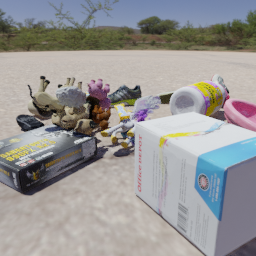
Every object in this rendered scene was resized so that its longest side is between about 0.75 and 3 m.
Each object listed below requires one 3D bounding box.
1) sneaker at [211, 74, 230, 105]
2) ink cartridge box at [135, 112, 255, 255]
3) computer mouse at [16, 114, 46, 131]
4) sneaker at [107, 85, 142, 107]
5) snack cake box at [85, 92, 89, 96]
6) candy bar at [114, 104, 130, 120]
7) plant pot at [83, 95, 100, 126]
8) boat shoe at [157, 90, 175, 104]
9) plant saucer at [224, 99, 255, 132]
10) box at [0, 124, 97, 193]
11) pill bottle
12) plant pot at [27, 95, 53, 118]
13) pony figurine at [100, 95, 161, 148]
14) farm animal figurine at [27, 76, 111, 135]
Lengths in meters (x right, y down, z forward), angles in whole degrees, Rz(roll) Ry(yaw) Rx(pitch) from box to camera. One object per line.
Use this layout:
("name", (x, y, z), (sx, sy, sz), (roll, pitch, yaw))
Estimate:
("sneaker", (4.448, -1.800, 13.858), (1.075, 1.161, 2.879), (21, 32, 12))
("ink cartridge box", (1.388, 0.834, 5.304), (1.656, 1.663, 2.267), (-12, 23, -30))
("computer mouse", (-3.426, -0.050, 9.879), (1.449, 0.382, 1.003), (28, 30, 32))
("sneaker", (-0.403, -1.550, 13.148), (2.336, 0.945, 0.863), (-8, 21, -22))
("snack cake box", (-2.171, -1.237, 12.879), (0.919, 0.537, 1.597), (2, 19, 2))
("candy bar", (-0.205, -0.556, 9.491), (0.371, 0.165, 1.487), (-11, 22, -6))
("plant pot", (-1.610, -0.621, 10.512), (1.012, 1.166, 1.166), (-6, 13, 35))
("boat shoe", (2.247, -1.565, 13.631), (1.767, 0.660, 0.604), (-1, 25, -2))
("plant saucer", (3.940, 0.106, 7.837), (2.818, 0.714, 2.818), (18, 24, -8))
("box", (-2.353, 0.643, 7.449), (1.967, 0.600, 2.484), (14, 24, 35))
("pill bottle", (2.910, -1.112, 11.182), (1.421, 1.421, 2.725), (15, 24, 35))
("plant pot", (-3.604, -0.879, 11.487), (0.895, 0.978, 0.978), (1, 16, 39))
("pony figurine", (0.256, -0.146, 8.905), (1.762, 1.520, 1.825), (-1, 31, 29))
("farm animal figurine", (-1.651, -0.452, 8.692), (2.334, 1.453, 2.890), (10, -14, 5))
